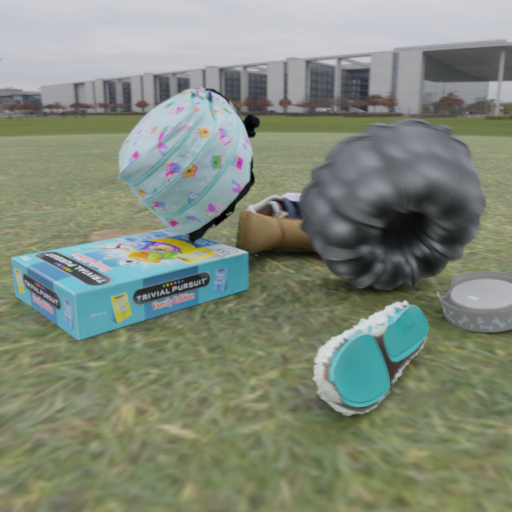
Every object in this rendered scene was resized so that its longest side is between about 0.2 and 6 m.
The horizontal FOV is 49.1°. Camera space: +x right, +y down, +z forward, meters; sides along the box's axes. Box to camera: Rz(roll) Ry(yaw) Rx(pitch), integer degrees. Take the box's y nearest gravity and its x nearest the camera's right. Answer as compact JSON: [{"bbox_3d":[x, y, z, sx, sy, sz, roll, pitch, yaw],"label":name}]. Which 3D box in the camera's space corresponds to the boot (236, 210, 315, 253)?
[{"bbox_3d":[0.984,-0.435,11.154,2.585,0.855,2.264,5,9,7],"label":"boot"}]

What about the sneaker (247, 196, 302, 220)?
[{"bbox_3d":[0.708,-0.899,12.752,2.050,0.814,0.804,-10,51,-17],"label":"sneaker"}]

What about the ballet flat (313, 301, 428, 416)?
[{"bbox_3d":[1.228,1.197,6.455,0.879,0.879,2.450,12,17,35],"label":"ballet flat"}]

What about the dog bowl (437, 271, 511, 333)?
[{"bbox_3d":[3.363,0.671,8.214,1.343,0.394,1.343,-10,20,4],"label":"dog bowl"}]

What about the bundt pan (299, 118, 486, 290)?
[{"bbox_3d":[2.244,-0.585,8.958,3.028,3.028,1.136,-3,42,-9],"label":"bundt pan"}]

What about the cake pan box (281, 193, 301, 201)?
[{"bbox_3d":[1.529,-1.230,14.890,2.267,0.593,2.088,5,15,15],"label":"cake pan box"}]

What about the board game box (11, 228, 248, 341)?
[{"bbox_3d":[-2.040,0.294,9.289,3.097,0.727,2.338,-14,21,-40],"label":"board game box"}]

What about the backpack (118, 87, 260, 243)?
[{"bbox_3d":[-1.231,-1.638,9.775,1.968,2.595,3.110,36,17,-25],"label":"backpack"}]
